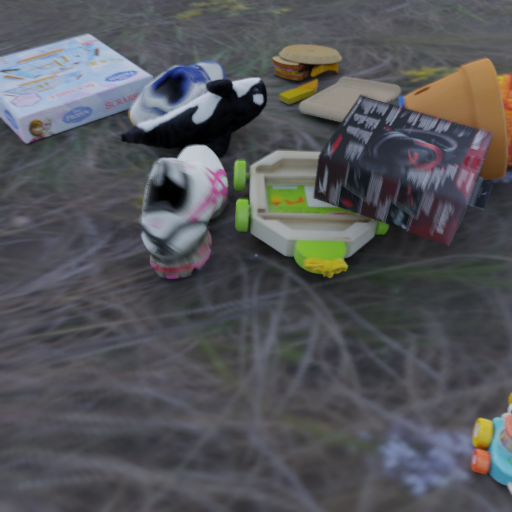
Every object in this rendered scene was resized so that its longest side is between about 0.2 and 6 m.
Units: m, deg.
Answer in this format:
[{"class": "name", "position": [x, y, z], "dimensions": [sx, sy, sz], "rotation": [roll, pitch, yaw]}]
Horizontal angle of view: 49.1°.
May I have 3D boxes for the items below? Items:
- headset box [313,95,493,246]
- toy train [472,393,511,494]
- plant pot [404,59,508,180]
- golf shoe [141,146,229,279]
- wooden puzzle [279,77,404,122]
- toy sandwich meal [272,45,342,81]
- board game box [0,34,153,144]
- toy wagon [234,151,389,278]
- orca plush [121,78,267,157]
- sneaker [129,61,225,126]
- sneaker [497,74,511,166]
[{"class": "headset box", "position": [2.345, -1.326, 8.538], "dimensions": [2.427, 0.910, 1.804], "rotation": [21, 52, 16]}, {"class": "toy train", "position": [3.435, 1.994, 6.094], "dimensions": [2.177, 0.605, 1.635], "rotation": [-23, 47, -24]}, {"class": "plant pot", "position": [3.419, -2.242, 9.815], "dimensions": [1.437, 2.052, 2.052], "rotation": [-9, 41, 14]}, {"class": "golf shoe", "position": [-1.077, -1.073, 8.815], "dimensions": [1.083, 1.373, 2.982], "rotation": [-4, 39, 7]}, {"class": "wooden puzzle", "position": [1.975, -3.285, 11.909], "dimensions": [1.829, 0.317, 2.711], "rotation": [-35, 45, -29]}, {"class": "toy sandwich meal", "position": [1.232, -4.573, 13.281], "dimensions": [1.642, 0.562, 1.642], "rotation": [2, 32, -1]}, {"class": "board game box", "position": [-4.300, -3.802, 12.333], "dimensions": [3.003, 0.618, 2.996], "rotation": [-28, 50, -27]}, {"class": "toy wagon", "position": [0.857, -0.685, 8.915], "dimensions": [2.396, 0.611, 3.089], "rotation": [1, 44, -4]}, {"class": "orca plush", "position": [-0.917, -2.401, 10.508], "dimensions": [3.032, 1.595, 1.078], "rotation": [-25, 81, -37]}, {"class": "sneaker", "position": [-1.368, -3.365, 11.300], "dimensions": [0.976, 1.143, 2.593], "rotation": [45, 55, -3]}, {"class": "sneaker", "position": [4.853, -2.612, 10.920], "dimensions": [1.243, 1.176, 3.223], "rotation": [3, 34, 29]}]
